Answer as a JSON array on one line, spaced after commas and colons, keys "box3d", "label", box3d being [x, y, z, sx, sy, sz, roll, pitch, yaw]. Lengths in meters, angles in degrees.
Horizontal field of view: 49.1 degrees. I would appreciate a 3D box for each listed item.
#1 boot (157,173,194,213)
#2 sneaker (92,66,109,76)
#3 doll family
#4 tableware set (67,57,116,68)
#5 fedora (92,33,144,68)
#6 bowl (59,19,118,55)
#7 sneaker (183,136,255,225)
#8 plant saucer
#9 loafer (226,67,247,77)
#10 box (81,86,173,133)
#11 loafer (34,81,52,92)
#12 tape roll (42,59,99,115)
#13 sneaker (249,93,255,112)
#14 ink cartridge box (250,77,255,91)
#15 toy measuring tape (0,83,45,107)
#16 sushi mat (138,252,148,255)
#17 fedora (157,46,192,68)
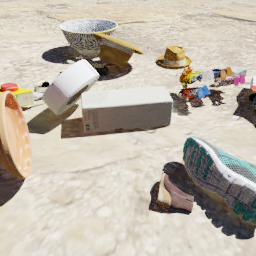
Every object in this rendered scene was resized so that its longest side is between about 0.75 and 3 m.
[{"box3d": [1.040, 1.423, 6.136, 0.770, 0.335, 0.926, 16, 34, 2], "label": "boot"}, {"box3d": [-1.286, -2.496, 11.901, 0.980, 0.374, 0.561, 9, 33, 8], "label": "sneaker"}, {"box3d": [2.721, -1.784, 9.821, 2.499, 1.126, 1.551, -17, 11, -20], "label": "doll family"}, {"box3d": [-1.556, -2.819, 12.050, 2.043, 0.237, 1.706, 10, 18, 8], "label": "tableware set"}, {"box3d": [-0.539, -3.235, 12.058, 2.501, 1.020, 2.501, 19, 10, -3], "label": "fedora"}, {"box3d": [-1.907, -4.476, 13.988, 2.846, 1.335, 2.846, 1, 34, 0], "label": "bowl"}, {"box3d": [2.293, 1.024, 6.277, 1.158, 0.985, 2.540, -9, 39, -35], "label": "sneaker"}, {"box3d": [-2.532, 0.178, 6.112, 0.362, 1.933, 1.933, -11, 35, -7], "label": "plant saucer"}, {"box3d": [4.096, -2.144, 11.237, 1.638, 0.573, 0.571, -14, 30, -32], "label": "loafer"}, {"box3d": [-0.063, -0.589, 8.521, 2.658, 0.909, 1.092, -4, 34, -7], "label": "box"}, {"box3d": [-2.856, -1.501, 10.281, 0.535, 0.482, 1.413, 20, 38, 27], "label": "loafer"}, {"box3d": [-1.758, -1.253, 8.688, 0.650, 1.858, 1.858, 47, 43, -2], "label": "tape roll"}, {"box3d": [4.375, -0.605, 8.804, 0.793, 0.709, 1.985, 3, 26, 6], "label": "sneaker"}, {"box3d": [5.123, -1.433, 9.487, 1.712, 0.601, 2.106, 10, 9, 19], "label": "ink cartridge box"}, {"box3d": [-3.473, -1.147, 9.483, 2.572, 0.946, 0.946, -18, 37, -35], "label": "toy measuring tape"}, {"box3d": [-0.001, 2.831, 4.093, 0.993, 0.126, 2.076, 22, 40, 32], "label": "sushi mat"}, {"box3d": [2.154, -3.352, 12.876, 1.728, 0.705, 1.728, 0, 34, 0], "label": "fedora"}]
